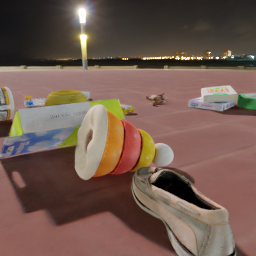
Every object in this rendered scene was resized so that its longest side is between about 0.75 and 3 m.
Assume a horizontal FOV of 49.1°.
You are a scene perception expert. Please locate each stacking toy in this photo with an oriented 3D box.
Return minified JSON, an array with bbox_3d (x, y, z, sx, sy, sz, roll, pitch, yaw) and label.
[{"bbox_3d":[0.026,0.472,6.172,2.165,1.582,1.582,14,9,-23],"label":"stacking toy"}]

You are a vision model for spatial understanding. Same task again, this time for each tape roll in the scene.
[{"bbox_3d":[6.675,-1.320,13.857,2.349,0.565,2.349,0,15,0],"label":"tape roll"}]

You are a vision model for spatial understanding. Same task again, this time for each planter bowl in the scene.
[{"bbox_3d":[-2.526,-0.978,11.548,2.599,1.083,2.599,0,15,0],"label":"planter bowl"}]

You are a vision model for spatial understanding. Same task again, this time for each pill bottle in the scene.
[{"bbox_3d":[-5.584,-0.821,10.461,2.283,1.329,1.329,-10,18,-36],"label":"pill bottle"}]

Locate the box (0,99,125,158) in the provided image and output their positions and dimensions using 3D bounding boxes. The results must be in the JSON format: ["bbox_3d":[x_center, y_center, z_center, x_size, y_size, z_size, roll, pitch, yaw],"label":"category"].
[{"bbox_3d":[-1.731,0.016,7.124,2.865,0.683,1.747,-9,-15,-31],"label":"box"}]

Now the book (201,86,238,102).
[{"bbox_3d":[4.489,-1.670,14.032,1.536,0.552,2.299,0,16,11],"label":"book"}]

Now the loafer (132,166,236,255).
[{"bbox_3d":[0.750,1.032,4.352,0.945,0.826,2.628,-5,15,-17],"label":"loafer"}]

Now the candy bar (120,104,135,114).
[{"bbox_3d":[-0.824,-1.028,13.226,0.704,0.313,2.824,-18,23,-40],"label":"candy bar"}]

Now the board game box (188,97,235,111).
[{"bbox_3d":[4.179,-1.242,13.951,1.716,0.354,1.720,11,18,37],"label":"board game box"}]

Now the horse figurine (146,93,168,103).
[{"bbox_3d":[1.608,-1.606,15.202,1.131,0.426,1.707,2,15,9],"label":"horse figurine"}]

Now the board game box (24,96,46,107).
[{"bbox_3d":[-4.494,-1.512,15.152,2.106,0.272,2.106,-5,15,-20],"label":"board game box"}]

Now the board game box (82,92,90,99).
[{"bbox_3d":[-2.816,-1.848,16.183,0.931,0.406,1.262,1,13,8],"label":"board game box"}]
